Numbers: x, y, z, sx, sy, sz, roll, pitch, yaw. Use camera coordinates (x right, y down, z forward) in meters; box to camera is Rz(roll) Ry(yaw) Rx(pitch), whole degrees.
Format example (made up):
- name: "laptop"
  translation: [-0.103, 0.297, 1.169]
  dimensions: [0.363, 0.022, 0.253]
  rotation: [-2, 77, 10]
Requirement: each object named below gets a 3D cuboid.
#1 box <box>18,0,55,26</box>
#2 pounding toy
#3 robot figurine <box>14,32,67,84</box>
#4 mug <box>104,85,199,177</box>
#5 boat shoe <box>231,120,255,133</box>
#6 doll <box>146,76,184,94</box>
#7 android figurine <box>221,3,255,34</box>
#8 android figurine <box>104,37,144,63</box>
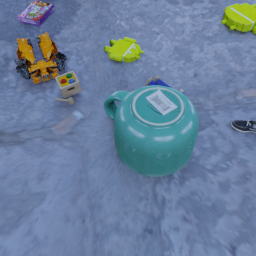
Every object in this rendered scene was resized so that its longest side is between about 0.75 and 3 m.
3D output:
- name: "box"
  translation: [-3.779, -4.782, 11.628]
  dimensions: [0.934, 0.267, 1.365]
  rotation: [15, 54, 11]
- name: "pounding toy"
  translation: [-1.852, -1.173, 8.405]
  dimensions: [0.869, 0.452, 0.989]
  rotation: [-23, 53, -10]
- name: "robot figurine"
  translation: [-3.001, -2.379, 9.552]
  dimensions: [1.674, 0.672, 2.308]
  rotation: [-17, 54, -13]
- name: "mug"
  translation: [0.489, -0.080, 7.202]
  dimensions: [2.593, 1.603, 2.131]
  rotation: [6, 53, 5]
- name: "boat shoe"
  translation: [3.538, -0.059, 7.994]
  dimensions: [1.095, 0.330, 0.405]
  rotation: [17, 55, 13]
- name: "doll"
  translation: [1.303, -1.031, 8.689]
  dimensions: [1.084, 0.385, 1.589]
  rotation: [-20, 55, -34]
- name: "android figurine"
  translation: [4.717, -4.442, 11.277]
  dimensions: [2.080, 0.427, 1.893]
  rotation: [-27, 58, -20]
- name: "android figurine"
  translation: [-0.132, -2.818, 10.136]
  dimensions: [1.406, 0.289, 1.280]
  rotation: [23, 56, 19]
